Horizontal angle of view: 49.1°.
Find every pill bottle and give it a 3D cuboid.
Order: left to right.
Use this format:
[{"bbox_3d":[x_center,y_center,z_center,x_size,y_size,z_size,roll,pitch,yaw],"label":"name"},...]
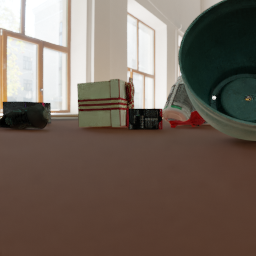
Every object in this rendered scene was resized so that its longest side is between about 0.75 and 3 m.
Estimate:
[{"bbox_3d":[2.441,-1.316,12.871,1.241,2.194,1.241,19,-26,10],"label":"pill bottle"}]

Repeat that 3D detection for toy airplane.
[{"bbox_3d":[2.300,-0.246,10.706,1.775,0.326,1.775,4,-17,1],"label":"toy airplane"}]

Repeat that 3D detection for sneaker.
[{"bbox_3d":[-3.628,-0.266,9.739,2.294,0.865,0.909,-8,8,40],"label":"sneaker"}]

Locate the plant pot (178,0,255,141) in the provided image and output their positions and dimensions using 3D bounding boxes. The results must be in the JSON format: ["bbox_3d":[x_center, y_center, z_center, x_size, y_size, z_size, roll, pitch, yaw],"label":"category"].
[{"bbox_3d":[2.551,-0.938,5.668,2.899,2.899,1.942,1,-24,15],"label":"plant pot"}]

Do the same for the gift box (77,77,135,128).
[{"bbox_3d":[-0.646,-0.989,11.071,2.002,1.978,2.144,-1,7,20],"label":"gift box"}]

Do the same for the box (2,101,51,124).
[{"bbox_3d":[-5.070,-0.754,14.243,1.341,1.164,2.194,1,3,20],"label":"box"}]

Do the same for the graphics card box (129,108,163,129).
[{"bbox_3d":[0.602,-0.319,9.716,1.178,0.739,0.300,-1,7,-3],"label":"graphics card box"}]

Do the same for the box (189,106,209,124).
[{"bbox_3d":[3.815,-0.689,14.243,1.976,1.083,2.240,-1,1,24],"label":"box"}]
